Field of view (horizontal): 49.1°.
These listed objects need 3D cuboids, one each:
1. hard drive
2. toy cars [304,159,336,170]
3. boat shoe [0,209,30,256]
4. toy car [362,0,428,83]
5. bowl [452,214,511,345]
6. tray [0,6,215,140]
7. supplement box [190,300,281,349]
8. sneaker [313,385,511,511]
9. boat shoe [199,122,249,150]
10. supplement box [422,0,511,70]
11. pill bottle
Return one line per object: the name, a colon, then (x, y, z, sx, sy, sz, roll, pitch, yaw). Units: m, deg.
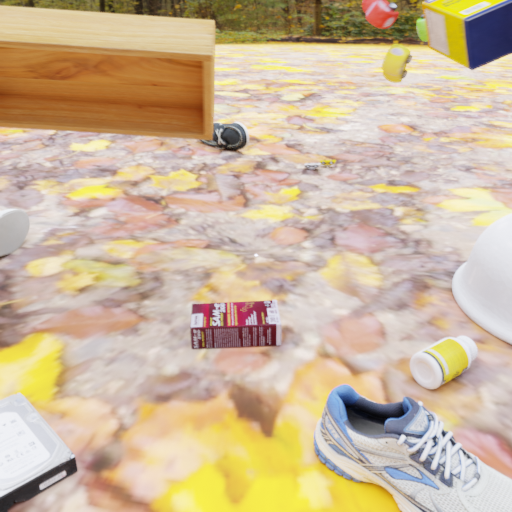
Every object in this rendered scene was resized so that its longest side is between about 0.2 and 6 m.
hard drive: (-2.572, 1.986, 5.721, 0.942, 0.255, 1.349, -21, 32, -38)
toy cars: (1.700, -2.395, 14.843, 0.888, 0.197, 0.398, -14, 23, -20)
boat shoe: (-4.879, -0.255, 9.725, 0.712, 0.791, 2.237, 10, 29, 16)
toy car: (1.751, -2.543, 6.379, 1.062, 1.128, 0.252, 4, 37, 46)
bowl: (4.765, 0.070, 8.216, 3.440, 1.546, 3.440, 1, 26, 0)
tray: (-2.246, -2.322, 7.217, 3.400, 1.677, 0.630, 4, 66, -3)
supplement box: (-0.286, 0.940, 7.736, 1.216, 0.370, 0.662, -3, 26, -3)
sneaker: (1.497, 1.863, 5.215, 2.139, 0.911, 0.824, 16, 30, 29)
boat shoe: (-1.017, -3.515, 16.503, 0.680, 0.852, 2.254, -15, 18, -30)
supplement box: (2.090, -2.269, 5.515, 0.499, 0.496, 0.912, -23, 36, 1)
pill bottle: (2.336, 1.284, 6.912, 0.834, 0.467, 0.467, -18, 31, -31)
